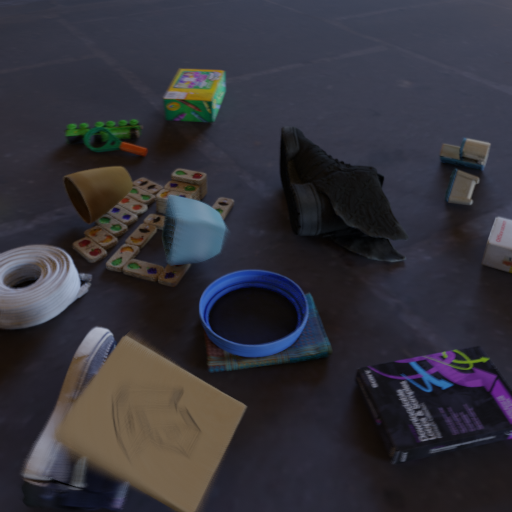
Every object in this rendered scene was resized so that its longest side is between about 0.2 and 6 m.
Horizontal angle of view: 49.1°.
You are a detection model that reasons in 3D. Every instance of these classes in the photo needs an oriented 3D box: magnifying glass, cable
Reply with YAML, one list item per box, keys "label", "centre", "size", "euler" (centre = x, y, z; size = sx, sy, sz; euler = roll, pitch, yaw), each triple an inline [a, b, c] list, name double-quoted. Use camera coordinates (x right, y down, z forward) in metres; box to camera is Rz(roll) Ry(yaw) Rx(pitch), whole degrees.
- label: "magnifying glass"
  centre: [-3.410, -2.702, 13.571]
  size: [1.612, 0.181, 0.642]
  euler: [16, 73, 12]
- label: "cable"
  centre: [-3.851, 0.496, 9.360]
  size: [1.699, 0.588, 1.700]
  euler: [15, 41, 18]

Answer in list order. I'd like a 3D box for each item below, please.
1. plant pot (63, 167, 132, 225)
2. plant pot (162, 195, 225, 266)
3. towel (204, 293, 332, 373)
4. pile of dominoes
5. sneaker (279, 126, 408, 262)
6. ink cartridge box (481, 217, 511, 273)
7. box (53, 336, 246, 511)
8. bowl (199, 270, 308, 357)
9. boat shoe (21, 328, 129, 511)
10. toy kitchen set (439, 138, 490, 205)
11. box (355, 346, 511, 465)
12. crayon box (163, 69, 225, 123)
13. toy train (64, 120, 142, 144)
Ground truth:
- label: "plant pot"
  centre: [-3.066, -1.319, 11.141]
  size: [1.111, 1.035, 1.035]
  euler: [-30, 48, -28]
- label: "plant pot"
  centre: [-1.104, -0.445, 10.063]
  size: [0.962, 0.945, 0.942]
  euler: [2, 34, -21]
- label: "towel"
  centre: [0.126, 1.173, 8.831]
  size: [1.896, 0.206, 1.390]
  euler: [-6, 38, -7]
- label: "pile of dominoes"
  centre: [-2.006, -0.773, 11.040]
  size: [2.399, 0.490, 3.078]
  euler: [13, 40, 15]
- label: "sneaker"
  centre: [1.621, -1.387, 11.361]
  size: [2.008, 1.156, 3.851]
  euler: [-3, 44, -3]
- label: "ink cartridge box"
  centre: [4.888, -0.104, 10.143]
  size: [1.321, 0.551, 0.958]
  euler: [19, 42, 22]
- label: "box"
  centre: [-1.216, 1.994, 6.712]
  size: [1.804, 0.192, 1.475]
  euler: [30, 52, 2]
- label: "bowl"
  centre: [-0.044, 0.890, 8.833]
  size: [1.711, 0.336, 1.711]
  euler: [0, 39, 0]
- label: "boat shoe"
  centre: [-1.958, 2.079, 7.270]
  size: [1.174, 0.945, 2.531]
  euler: [11, 44, -1]
- label: "toy kitchen set"
  centre: [4.398, -1.795, 12.318]
  size: [1.013, 1.377, 1.719]
  euler: [17, 5, 20]
- label: "box"
  centre: [2.521, 1.986, 7.693]
  size: [1.959, 0.354, 1.401]
  euler: [-9, 39, -10]
- label: "crayon box"
  centre: [-1.665, -4.485, 15.552]
  size: [1.318, 0.646, 2.219]
  euler: [4, 39, 5]
- label: "toy train"
  centre: [-3.827, -3.092, 14.050]
  size: [1.916, 0.400, 0.540]
  euler: [-6, 49, -7]
